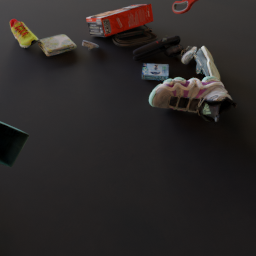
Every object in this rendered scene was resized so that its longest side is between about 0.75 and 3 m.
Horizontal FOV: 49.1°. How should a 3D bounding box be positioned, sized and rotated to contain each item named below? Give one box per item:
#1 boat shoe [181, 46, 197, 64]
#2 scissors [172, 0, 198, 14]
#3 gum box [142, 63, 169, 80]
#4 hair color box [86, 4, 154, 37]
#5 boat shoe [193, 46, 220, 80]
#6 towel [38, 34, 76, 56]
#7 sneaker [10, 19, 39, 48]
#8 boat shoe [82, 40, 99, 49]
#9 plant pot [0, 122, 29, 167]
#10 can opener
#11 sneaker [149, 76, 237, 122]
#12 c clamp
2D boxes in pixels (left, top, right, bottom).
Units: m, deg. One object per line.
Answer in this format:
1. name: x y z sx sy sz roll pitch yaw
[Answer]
1. boat shoe: 2.459 -3.110 11.770 0.466 0.494 1.376 22 45 21
2. scissors: 2.159 -3.872 8.232 0.167 0.874 2.390 -1 16 -34
3. gum box: 1.075 -2.206 10.998 1.016 0.226 0.863 4 44 4
4. hair color box: -0.356 -5.189 13.412 2.882 0.883 1.463 -28 32 -26
5. boat shoe: 3.043 -2.356 11.012 0.663 0.782 2.147 -32 42 31
6. towel: -3.178 -3.707 12.524 1.400 0.337 1.198 -23 51 -22
7. sneaker: -4.805 -4.316 12.639 0.796 0.920 2.037 -40 53 -19
8. boat shoe: -1.687 -3.641 12.484 0.791 0.337 0.292 3 28 -41
9. plant pot: -2.444 0.157 5.101 0.941 0.665 0.665 23 83 38
10. can opener: 1.260 -3.399 11.885 2.341 0.742 0.920 -16 47 -17
11. sneaker: 2.181 -0.774 8.881 2.712 1.054 1.897 -13 44 -13
12. c clamp: 0.284 -4.305 13.152 2.408 0.326 2.058 -21 44 -24
